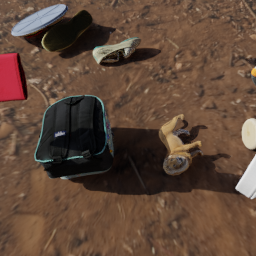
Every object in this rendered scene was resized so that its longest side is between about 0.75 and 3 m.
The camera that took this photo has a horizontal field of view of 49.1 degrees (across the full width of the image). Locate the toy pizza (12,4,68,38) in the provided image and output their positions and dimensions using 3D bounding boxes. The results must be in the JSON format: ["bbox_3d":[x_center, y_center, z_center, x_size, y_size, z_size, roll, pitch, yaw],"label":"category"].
[{"bbox_3d":[-3.840,-4.668,12.383,2.715,0.430,2.715,-14,39,12],"label":"toy pizza"}]

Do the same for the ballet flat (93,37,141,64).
[{"bbox_3d":[-0.362,-3.131,11.562,2.163,0.751,0.751,-18,55,-12],"label":"ballet flat"}]

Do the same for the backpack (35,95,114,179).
[{"bbox_3d":[-1.454,0.243,8.189,2.054,1.791,2.336,-11,57,4],"label":"backpack"}]

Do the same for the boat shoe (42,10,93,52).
[{"bbox_3d":[-2.672,-4.141,12.213,1.004,0.866,2.752,47,62,-18],"label":"boat shoe"}]

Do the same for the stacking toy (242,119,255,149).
[{"bbox_3d":[4.902,0.179,8.894,2.288,0.977,0.977,-1,53,-7],"label":"stacking toy"}]

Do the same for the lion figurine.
[{"bbox_3d":[1.468,0.495,8.806,1.349,0.798,2.203,-19,41,-4],"label":"lion figurine"}]

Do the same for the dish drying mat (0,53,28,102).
[{"bbox_3d":[-3.087,-0.938,5.665,2.343,0.900,0.213,-2,13,18],"label":"dish drying mat"}]

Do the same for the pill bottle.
[{"bbox_3d":[4.477,1.801,7.121,2.977,1.701,1.701,32,59,22],"label":"pill bottle"}]

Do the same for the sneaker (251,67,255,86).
[{"bbox_3d":[5.951,-1.850,10.431,2.760,1.045,1.270,17,47,3],"label":"sneaker"}]
